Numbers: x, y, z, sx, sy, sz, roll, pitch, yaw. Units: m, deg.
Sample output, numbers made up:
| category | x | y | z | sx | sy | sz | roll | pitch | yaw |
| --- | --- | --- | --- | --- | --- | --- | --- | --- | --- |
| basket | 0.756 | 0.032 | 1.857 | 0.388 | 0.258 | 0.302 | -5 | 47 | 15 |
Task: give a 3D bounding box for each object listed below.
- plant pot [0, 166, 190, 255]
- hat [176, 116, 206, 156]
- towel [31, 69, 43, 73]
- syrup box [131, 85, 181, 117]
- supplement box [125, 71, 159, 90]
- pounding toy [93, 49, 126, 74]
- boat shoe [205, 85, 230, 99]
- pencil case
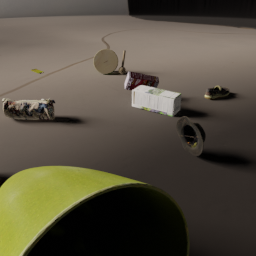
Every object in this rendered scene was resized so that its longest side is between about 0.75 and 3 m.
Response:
| category | x | y | z | sx | sy | sz | roll | pitch | yaw |
| --- | --- | --- | --- | --- | --- | --- | --- | --- | --- |
| plant pot | -1.062 | 1.706 | 4.366 | 2.712 | 2.712 | 2.899 | -20 | 21 | -33 |
| hat | 1.966 | 0.180 | 8.245 | 0.494 | 1.225 | 1.225 | -21 | 33 | -20 |
| towel | -5.325 | -3.355 | 16.468 | 0.870 | 0.079 | 0.374 | 24 | 37 | 38 |
| syrup box | 1.135 | -1.137 | 11.409 | 1.901 | 0.774 | 0.748 | 16 | 31 | 27 |
| supplement box | 0.600 | -1.985 | 12.385 | 1.376 | 0.749 | 0.419 | 7 | 50 | -14 |
| pounding toy | -1.023 | -3.769 | 16.231 | 1.853 | 1.430 | 0.860 | 2 | 1 | 4 |
| boat shoe | 4.129 | -1.690 | 12.785 | 1.532 | 0.497 | 0.561 | -20 | 34 | -34 |
| pencil case | -3.747 | -0.749 | 10.580 | 1.915 | 0.856 | 0.745 | 1 | 24 | 4 |
